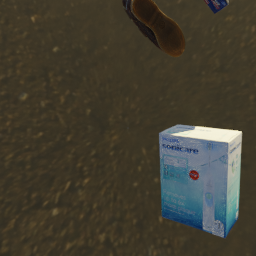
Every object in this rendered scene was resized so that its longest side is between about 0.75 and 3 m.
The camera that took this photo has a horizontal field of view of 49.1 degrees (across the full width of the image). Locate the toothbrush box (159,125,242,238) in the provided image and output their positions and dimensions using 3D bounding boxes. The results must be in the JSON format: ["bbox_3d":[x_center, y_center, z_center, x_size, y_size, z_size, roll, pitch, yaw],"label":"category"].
[{"bbox_3d":[1.471,1.000,5.762,1.429,0.833,1.952,9,108,36],"label":"toothbrush box"}]

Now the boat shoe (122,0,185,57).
[{"bbox_3d":[0.455,-1.728,4.707,0.480,0.480,1.364,-50,127,2],"label":"boat shoe"}]

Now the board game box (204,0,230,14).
[{"bbox_3d":[1.870,-3.398,6.067,1.302,0.401,1.301,45,60,-15],"label":"board game box"}]
